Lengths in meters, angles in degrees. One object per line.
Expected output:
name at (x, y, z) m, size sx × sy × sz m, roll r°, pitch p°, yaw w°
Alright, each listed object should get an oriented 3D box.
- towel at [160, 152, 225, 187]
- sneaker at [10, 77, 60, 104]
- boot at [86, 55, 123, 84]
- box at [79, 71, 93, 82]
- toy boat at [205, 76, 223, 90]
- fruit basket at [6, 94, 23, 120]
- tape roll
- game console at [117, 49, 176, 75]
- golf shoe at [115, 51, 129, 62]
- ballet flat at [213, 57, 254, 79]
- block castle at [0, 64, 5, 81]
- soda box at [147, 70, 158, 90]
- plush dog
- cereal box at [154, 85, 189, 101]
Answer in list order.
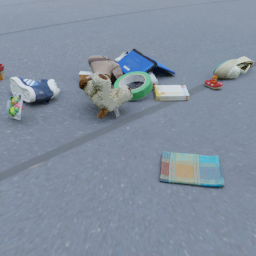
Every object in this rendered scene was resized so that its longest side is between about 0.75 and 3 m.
towel at (1.914, 1.221, 8.509) m, size 1.840 × 0.200 × 1.349 m, roll 5°, pitch 34°, yaw 7°
sneaker at (-4.018, -1.761, 12.347) m, size 1.641 × 0.903 × 2.241 m, roll -19°, pitch 33°, yaw -40°
boot at (-1.370, -2.704, 13.193) m, size 2.567 × 0.902 × 1.877 m, roll -8°, pitch 51°, yaw -45°
box at (-1.949, -2.444, 13.557) m, size 0.768 × 0.478 × 0.374 m, roll 4°, pitch 35°, yaw 6°
toy boat at (4.027, -2.161, 13.074) m, size 0.560 × 0.560 × 0.857 m, roll -22°, pitch 40°, yaw -28°
fruit basket at (-4.187, -0.816, 10.468) m, size 0.488 × 0.964 × 1.041 m, roll 7°, pitch 2°, yaw -35°
tape roll at (0.232, -1.887, 12.452) m, size 1.683 × 0.404 × 1.683 m, roll -9°, pitch 43°, yaw 9°
game console at (0.850, -3.065, 14.578) m, size 2.087 × 1.447 × 2.445 m, roll -39°, pitch 39°, yaw -2°
golf shoe at (-0.333, -4.046, 15.860) m, size 1.041 × 0.506 × 0.408 m, roll -29°, pitch 46°, yaw -33°
ballet flat at (5.395, -2.977, 14.052) m, size 2.750 × 0.955 × 0.955 m, roll -26°, pitch 42°, yaw -33°
block castle at (-7.037, -2.529, 13.234) m, size 1.407 × 0.987 × 2.105 m, roll 13°, pitch 37°, yaw 18°
soda box at (1.041, -2.301, 13.394) m, size 0.456 × 0.424 × 1.336 m, roll -6°, pitch 35°, yaw -9°
plush dog at (-1.055, -1.330, 10.985) m, size 1.941 × 1.557 × 1.667 m, roll 19°, pitch 15°, yaw -42°
cereal box at (1.920, -1.569, 12.457) m, size 1.442 × 0.285 × 1.037 m, roll 0°, pitch 35°, yaw 0°
